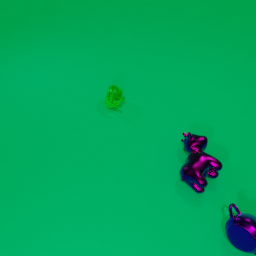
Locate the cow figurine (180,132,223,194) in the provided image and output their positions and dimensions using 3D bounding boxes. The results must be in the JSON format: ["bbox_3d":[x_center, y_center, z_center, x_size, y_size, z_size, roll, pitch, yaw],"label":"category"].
[{"bbox_3d":[1.643,0.786,6.961,1.338,0.746,1.359,38,60,26],"label":"cow figurine"}]

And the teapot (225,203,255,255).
[{"bbox_3d":[2.432,2.115,5.661,0.626,0.794,1.278,-22,75,-41],"label":"teapot"}]

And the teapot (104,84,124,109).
[{"bbox_3d":[-0.395,-0.926,8.591,0.578,0.734,1.181,15,32,-9],"label":"teapot"}]
